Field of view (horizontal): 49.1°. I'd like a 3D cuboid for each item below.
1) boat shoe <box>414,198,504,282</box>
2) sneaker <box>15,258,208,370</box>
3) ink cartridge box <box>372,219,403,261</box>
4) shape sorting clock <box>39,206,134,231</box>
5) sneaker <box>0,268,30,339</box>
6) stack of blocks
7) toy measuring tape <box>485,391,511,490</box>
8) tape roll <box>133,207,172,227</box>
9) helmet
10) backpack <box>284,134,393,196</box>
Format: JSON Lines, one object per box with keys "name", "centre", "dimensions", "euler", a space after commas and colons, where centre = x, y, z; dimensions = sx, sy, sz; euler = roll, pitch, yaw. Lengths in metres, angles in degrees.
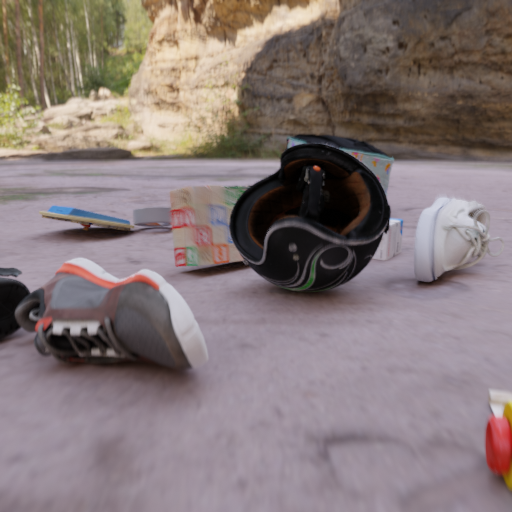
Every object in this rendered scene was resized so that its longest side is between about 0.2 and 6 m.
{"name": "boat shoe", "centre": [3.206, -0.281, 8.644], "dimensions": [1.142, 0.990, 2.680], "euler": [4, 18, 28]}
{"name": "sneaker", "centre": [-1.440, 0.714, 5.170], "dimensions": [2.495, 0.962, 1.022], "euler": [7, 34, 47]}
{"name": "ink cartridge box", "centre": [2.287, -0.299, 9.883], "dimensions": [0.360, 0.624, 0.855], "euler": [8, 14, 31]}
{"name": "shape sorting clock", "centre": [-3.624, -0.744, 12.041], "dimensions": [1.983, 0.389, 1.983], "euler": [12, -1, 0]}
{"name": "sneaker", "centre": [-3.521, 0.528, 5.686], "dimensions": [1.497, 0.862, 2.871], "euler": [9, 10, 37]}
{"name": "stack of blocks", "centre": [-0.342, -0.507, 9.148], "dimensions": [2.076, 1.196, 0.608], "euler": [-5, 1, -42]}
{"name": "toy measuring tape", "centre": [1.752, 1.082, 3.659], "dimensions": [0.591, 0.591, 1.606], "euler": [3, 13, 14]}
{"name": "tape roll", "centre": [-2.237, -0.868, 12.556], "dimensions": [1.010, 0.334, 1.010], "euler": [-2, -3, 0]}
{"name": "helmet", "centre": [0.666, -0.398, 7.507], "dimensions": [1.914, 1.914, 1.825], "euler": [-6, -22, -26]}
{"name": "backpack", "centre": [2.118, -2.094, 14.512], "dimensions": [2.393, 2.087, 2.722], "euler": [6, 5, -30]}
